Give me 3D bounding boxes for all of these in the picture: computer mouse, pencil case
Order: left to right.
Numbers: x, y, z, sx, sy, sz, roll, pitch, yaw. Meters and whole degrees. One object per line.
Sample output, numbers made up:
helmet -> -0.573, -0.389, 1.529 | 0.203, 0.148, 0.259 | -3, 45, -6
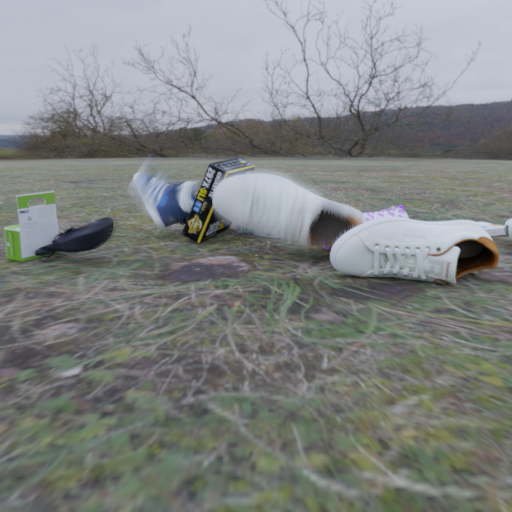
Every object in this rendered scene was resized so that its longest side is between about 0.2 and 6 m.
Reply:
computer mouse -> -3.191, -0.297, 10.309 | 1.556, 0.410, 1.078 | -14, 20, 29
pencil case -> 2.238, -0.587, 11.512 | 1.963, 0.839, 0.824 | -6, 4, -20

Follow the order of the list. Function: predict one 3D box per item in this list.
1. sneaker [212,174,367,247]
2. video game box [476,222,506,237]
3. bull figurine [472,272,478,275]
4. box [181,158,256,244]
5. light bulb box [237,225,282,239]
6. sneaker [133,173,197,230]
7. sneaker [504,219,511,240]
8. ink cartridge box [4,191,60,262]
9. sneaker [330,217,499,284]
sneaker -> 0.578, -0.870, 10.354 | 3.043, 1.108, 1.288 | 13, 8, 9
video game box -> 5.250, -0.618, 13.098 | 0.918, 0.215, 0.837 | -6, 12, -25
bull figurine -> 3.496, 0.134, 9.583 | 0.864, 0.281, 0.525 | -5, 19, -1
box -> -0.806, -1.294, 12.637 | 0.525, 1.699, 2.127 | 28, 18, 8
light bulb box -> 0.386, -0.921, 13.142 | 1.245, 0.777, 1.234 | 11, 17, 40
sneaker -> -1.967, -1.461, 12.799 | 1.248, 0.687, 1.705 | -28, 59, -4
sneaker -> 6.412, -0.647, 11.670 | 2.398, 0.888, 1.061 | 1, 15, 3
ink cartridge box -> -4.249, -0.587, 10.602 | 0.466, 1.231, 0.910 | 6, 14, 29
sneaker -> 2.531, -0.045, 8.871 | 2.629, 0.957, 1.113 | -8, 27, -1
